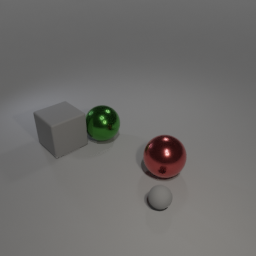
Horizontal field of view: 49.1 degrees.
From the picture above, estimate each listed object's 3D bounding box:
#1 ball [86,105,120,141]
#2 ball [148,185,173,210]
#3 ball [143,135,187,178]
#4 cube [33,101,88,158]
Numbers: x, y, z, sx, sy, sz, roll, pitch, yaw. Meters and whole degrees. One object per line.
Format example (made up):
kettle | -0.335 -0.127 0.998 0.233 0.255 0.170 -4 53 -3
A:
ball | -1.002 -0.191 10.925 1.400 1.400 1.400 0 32 0
ball | 0.931 1.987 8.075 0.700 0.700 0.700 0 32 0
ball | 1.198 0.915 9.124 1.400 1.400 1.400 0 32 0
cube | -2.513 0.021 10.565 1.400 1.400 1.400 -25 40 -34
